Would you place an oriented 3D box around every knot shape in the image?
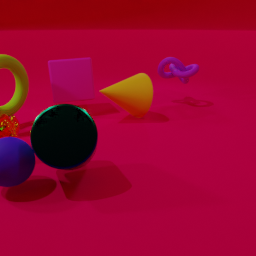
[{"bbox_3d":[1.766,-2.121,10.299,1.372,0.678,1.466,13,0,-14],"label":"knot shape"}]

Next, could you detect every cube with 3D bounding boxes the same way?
[{"bbox_3d":[-1.905,-1.607,9.396,1.332,1.332,1.332,-8,13,-13],"label":"cube"}]

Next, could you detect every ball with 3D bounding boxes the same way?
[{"bbox_3d":[-2.143,0.611,5.062,0.897,0.897,0.897,0,21,0],"label":"ball"}]

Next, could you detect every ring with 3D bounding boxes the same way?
[{"bbox_3d":[-3.449,-1.109,7.688,0.355,1.775,1.775,15,26,23],"label":"ring"}]

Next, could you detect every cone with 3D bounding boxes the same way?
[{"bbox_3d":[-0.226,-1.049,8.526,1.422,1.417,1.417,2,17,-32],"label":"cone"}]

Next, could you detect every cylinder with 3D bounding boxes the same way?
[{"bbox_3d":[-1.142,0.219,5.264,1.133,1.133,1.133,-3,-9,-8],"label":"cylinder"}]

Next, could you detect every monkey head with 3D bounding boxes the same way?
[{"bbox_3d":[-2.970,0.215,6.388,0.920,1.098,1.526,-19,-7,11],"label":"monkey head"}]
